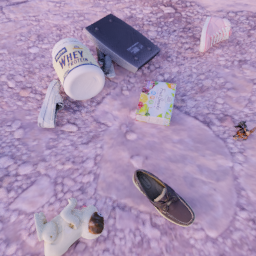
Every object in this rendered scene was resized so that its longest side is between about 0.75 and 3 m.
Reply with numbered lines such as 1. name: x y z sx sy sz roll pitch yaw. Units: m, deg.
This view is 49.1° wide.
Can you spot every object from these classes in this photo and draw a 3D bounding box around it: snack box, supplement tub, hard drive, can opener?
1. snack box: 1.088 -0.993 10.668 1.291 0.481 1.815 10 54 7
2. supplement tub: -2.001 -2.340 10.969 1.596 1.596 2.201 -21 56 -15
3. hard drive: -0.256 -3.673 12.161 2.941 0.622 1.984 39 56 10
4. can opener: -0.937 -3.034 12.021 0.618 0.781 2.349 7 45 -25

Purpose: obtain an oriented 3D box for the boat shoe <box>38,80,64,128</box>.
1. boat shoe: -2.749 -0.914 10.473 0.687 0.752 2.091 9 54 -1

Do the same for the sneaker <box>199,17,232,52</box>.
1. sneaker: 4.054 -4.300 12.814 1.275 0.918 2.440 14 51 16

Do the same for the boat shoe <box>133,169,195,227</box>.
1. boat shoe: 0.975 2.023 8.128 2.220 0.719 0.813 36 84 17

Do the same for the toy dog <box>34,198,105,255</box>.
1. toy dog: -1.478 2.696 7.561 1.719 1.199 1.667 -15 69 -11

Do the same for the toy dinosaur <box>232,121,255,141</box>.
1. toy dinosaur: 4.119 0.126 9.967 0.963 0.492 0.653 -10 67 -30
